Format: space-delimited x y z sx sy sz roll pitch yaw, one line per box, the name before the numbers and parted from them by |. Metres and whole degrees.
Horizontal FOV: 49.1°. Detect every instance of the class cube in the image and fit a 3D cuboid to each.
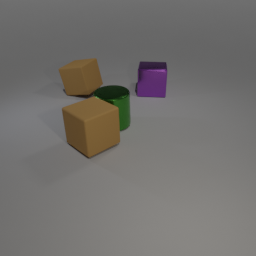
cube | -1.255 -0.085 9.694 1.400 1.400 1.400 -25 37 -35
cube | -2.308 -2.537 13.898 1.400 1.400 1.400 2 30 28
cube | 1.220 -2.460 14.079 1.400 1.400 1.400 3 29 5

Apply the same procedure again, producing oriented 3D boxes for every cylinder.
cylinder | -0.609 -0.785 11.042 1.400 1.400 1.400 -2 31 1
